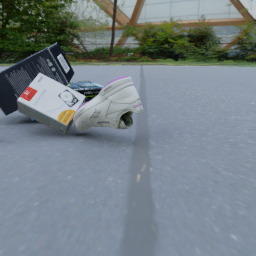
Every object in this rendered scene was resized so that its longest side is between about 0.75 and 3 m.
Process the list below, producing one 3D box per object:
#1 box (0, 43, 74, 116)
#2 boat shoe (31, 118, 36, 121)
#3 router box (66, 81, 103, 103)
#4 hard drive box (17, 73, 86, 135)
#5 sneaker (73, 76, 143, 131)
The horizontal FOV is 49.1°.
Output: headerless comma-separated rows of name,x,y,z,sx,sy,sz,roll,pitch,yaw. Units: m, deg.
box,-3.031,-1.602,8.903,2.248,1.204,1.668,-26,22,6
boat shoe,-2.848,-0.594,9.210,0.425,0.521,1.239,-1,42,-3
router box,-2.211,-1.364,11.351,2.397,0.745,1.796,-9,22,-34
hard drive box,-2.072,-0.659,7.665,1.441,0.553,1.123,26,57,-2
sneaker,-0.560,-0.289,6.976,0.861,1.146,2.300,-28,-4,-47
